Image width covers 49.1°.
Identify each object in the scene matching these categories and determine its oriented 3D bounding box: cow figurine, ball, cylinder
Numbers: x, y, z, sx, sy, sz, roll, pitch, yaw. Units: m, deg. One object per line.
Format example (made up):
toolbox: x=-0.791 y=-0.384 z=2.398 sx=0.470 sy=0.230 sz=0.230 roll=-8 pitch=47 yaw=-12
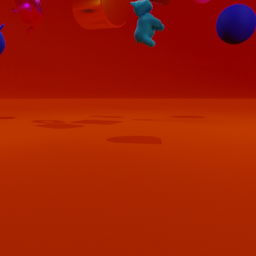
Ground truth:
cow figurine: x=0.538 y=-3.696 z=9.822 sx=1.420 sy=1.443 sz=0.792 roll=32 pitch=12 yaw=18
ball: x=3.762 y=-3.604 z=9.774 sx=1.327 sy=1.327 sz=1.327 roll=0 pitch=6 yaw=0
cylinder: x=-0.628 y=-2.854 z=6.573 sx=0.993 sy=0.993 sz=0.993 roll=13 pitch=13 yaw=39

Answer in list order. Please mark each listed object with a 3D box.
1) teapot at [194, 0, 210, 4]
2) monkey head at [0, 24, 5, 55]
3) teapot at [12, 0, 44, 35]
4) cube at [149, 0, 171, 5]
teapot: x=2.154 y=-3.949 z=8.150 sx=1.099 sy=0.683 sz=0.538 roll=-12 pitch=33 yaw=14
monkey head: x=-3.226 y=-1.941 z=6.466 sx=0.652 sy=1.082 sz=0.779 roll=13 pitch=-9 yaw=-41
teapot: x=-3.275 y=-3.838 z=9.138 sx=0.923 sy=1.172 sz=1.885 roll=-16 pitch=-31 yaw=-10
cube: x=0.752 y=-4.072 z=7.278 sx=1.138 sy=1.138 sz=1.138 roll=46 pitch=33 yaw=10
